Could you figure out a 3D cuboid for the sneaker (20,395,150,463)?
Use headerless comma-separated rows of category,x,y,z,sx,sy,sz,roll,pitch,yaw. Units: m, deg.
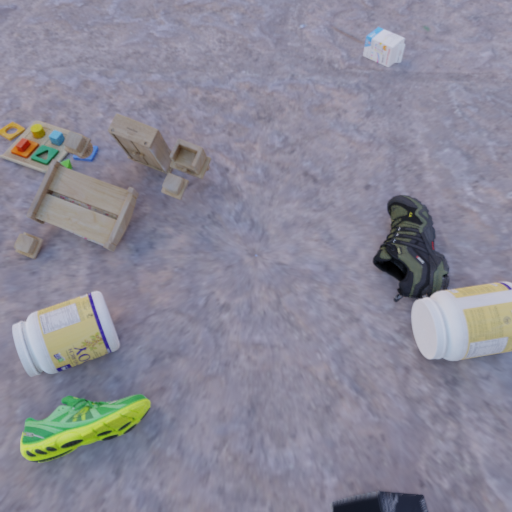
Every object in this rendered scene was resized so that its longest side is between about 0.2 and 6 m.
sneaker,-2.503,2.345,8.189,1.891,0.700,0.790,-16,56,-12

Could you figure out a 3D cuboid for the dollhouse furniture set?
dollhouse furniture set,-2.629,-0.919,10.927,2.646,1.515,3.103,22,82,9

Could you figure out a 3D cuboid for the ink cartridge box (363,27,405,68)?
ink cartridge box,3.274,-5.257,14.168,0.910,0.585,0.570,35,60,25

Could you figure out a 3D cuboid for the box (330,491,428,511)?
box,1.575,3.482,6.619,0.733,1.162,1.182,-29,54,30

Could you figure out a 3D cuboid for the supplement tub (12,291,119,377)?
supplement tub,-2.979,1.242,8.845,1.405,1.021,1.021,-20,55,-15

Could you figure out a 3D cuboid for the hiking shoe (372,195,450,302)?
hiking shoe,2.621,-0.216,10.082,1.125,0.847,2.236,-6,53,-9

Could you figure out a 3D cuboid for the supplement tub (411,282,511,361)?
supplement tub,3.400,1.053,8.913,1.554,1.130,1.130,-8,53,-6

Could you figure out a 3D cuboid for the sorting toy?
sorting toy,-4.670,-2.451,12.148,2.448,0.334,1.379,19,55,15
